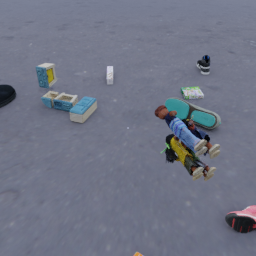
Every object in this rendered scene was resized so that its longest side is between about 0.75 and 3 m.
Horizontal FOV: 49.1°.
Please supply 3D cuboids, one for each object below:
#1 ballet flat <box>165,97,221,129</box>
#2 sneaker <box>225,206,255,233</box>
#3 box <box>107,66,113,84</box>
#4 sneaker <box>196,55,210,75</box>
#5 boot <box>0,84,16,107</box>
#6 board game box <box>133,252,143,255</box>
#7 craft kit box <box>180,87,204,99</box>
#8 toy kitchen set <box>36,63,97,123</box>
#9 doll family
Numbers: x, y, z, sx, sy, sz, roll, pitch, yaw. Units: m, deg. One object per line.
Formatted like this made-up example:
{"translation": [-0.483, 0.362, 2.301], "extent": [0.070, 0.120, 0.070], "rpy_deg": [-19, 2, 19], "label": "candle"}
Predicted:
{"translation": [2.207, -0.485, 9.610], "extent": [2.040, 0.688, 0.650], "rpy_deg": [27, 16, 32], "label": "ballet flat"}
{"translation": [2.711, 1.973, 6.196], "extent": [1.255, 0.463, 0.545], "rpy_deg": [5, 24, -5], "label": "sneaker"}
{"translation": [-0.801, -2.357, 12.474], "extent": [0.269, 0.288, 1.391], "rpy_deg": [-1, 36, -2], "label": "box"}
{"translation": [3.588, -3.114, 13.127], "extent": [0.503, 0.770, 1.376], "rpy_deg": [-1, 35, -2], "label": "sneaker"}
{"translation": [-5.139, -1.624, 9.909], "extent": [0.910, 2.003, 2.383], "rpy_deg": [18, 38, 23], "label": "boot"}
{"translation": [-0.060, 3.356, 4.255], "extent": [1.419, 0.268, 2.756], "rpy_deg": [23, 41, 28], "label": "board game box"}
{"translation": [2.557, -1.407, 11.211], "extent": [0.742, 0.182, 0.751], "rpy_deg": [-1, 35, -7], "label": "craft kit box"}
{"translation": [-2.248, -1.277, 9.770], "extent": [1.972, 1.580, 1.162], "rpy_deg": [11, 35, 16], "label": "toy kitchen set"}
{"translation": [1.028, 0.255, 5.072], "extent": [0.742, 1.892, 1.093], "rpy_deg": [-25, 53, -14], "label": "doll family"}
